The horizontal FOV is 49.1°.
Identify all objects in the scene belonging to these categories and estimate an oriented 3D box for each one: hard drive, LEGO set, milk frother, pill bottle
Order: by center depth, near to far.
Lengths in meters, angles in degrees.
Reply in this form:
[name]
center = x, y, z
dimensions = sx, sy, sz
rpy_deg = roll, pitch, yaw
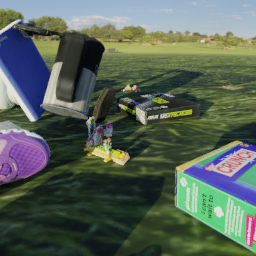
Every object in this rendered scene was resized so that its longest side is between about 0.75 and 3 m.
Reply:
[LEGO set]
center = -0.651, 0.230, 7.112
dimensions = 0.937, 0.758, 2.036
rpy_deg = -5, 19, -15
[milk frother]
center = -2.396, -1.877, 9.009
dimensions = 2.678, 2.519, 2.417
rpy_deg = 11, -9, 11
[hard drive]
center = -3.446, -1.917, 9.468
dimensions = 0.361, 2.843, 1.876
rpy_deg = -5, 38, 25
[pill bottle]
center = -5.254, -1.556, 11.155
dimensions = 2.827, 1.616, 1.616
rpy_deg = 1, 18, 0

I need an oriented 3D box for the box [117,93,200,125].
[box]
center = 1.070, -0.795, 10.523
dimensions = 2.279, 0.561, 2.360
rpy_deg = -11, 22, -23

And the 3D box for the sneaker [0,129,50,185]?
[sneaker]
center = -2.764, 0.860, 4.923
dimensions = 2.821, 1.135, 1.247
rpy_deg = -11, 28, -19

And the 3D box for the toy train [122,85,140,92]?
[toy train]
center = 0.216, -2.139, 15.010
dimensions = 0.998, 0.278, 0.750
rpy_deg = 6, 19, 16

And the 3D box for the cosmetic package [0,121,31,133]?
[cosmetic package]
center = -3.007, 0.340, 6.981
dimensions = 0.817, 0.690, 1.530
rpy_deg = -16, 27, -39

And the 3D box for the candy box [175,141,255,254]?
[candy box]
center = 2.201, 1.061, 4.435
dimensions = 1.900, 0.866, 2.247
rpy_deg = -17, 24, -38

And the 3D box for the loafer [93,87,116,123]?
[loafer]
center = -0.779, -0.713, 8.132
dimensions = 0.470, 1.286, 0.459
rpy_deg = -10, 51, -41
